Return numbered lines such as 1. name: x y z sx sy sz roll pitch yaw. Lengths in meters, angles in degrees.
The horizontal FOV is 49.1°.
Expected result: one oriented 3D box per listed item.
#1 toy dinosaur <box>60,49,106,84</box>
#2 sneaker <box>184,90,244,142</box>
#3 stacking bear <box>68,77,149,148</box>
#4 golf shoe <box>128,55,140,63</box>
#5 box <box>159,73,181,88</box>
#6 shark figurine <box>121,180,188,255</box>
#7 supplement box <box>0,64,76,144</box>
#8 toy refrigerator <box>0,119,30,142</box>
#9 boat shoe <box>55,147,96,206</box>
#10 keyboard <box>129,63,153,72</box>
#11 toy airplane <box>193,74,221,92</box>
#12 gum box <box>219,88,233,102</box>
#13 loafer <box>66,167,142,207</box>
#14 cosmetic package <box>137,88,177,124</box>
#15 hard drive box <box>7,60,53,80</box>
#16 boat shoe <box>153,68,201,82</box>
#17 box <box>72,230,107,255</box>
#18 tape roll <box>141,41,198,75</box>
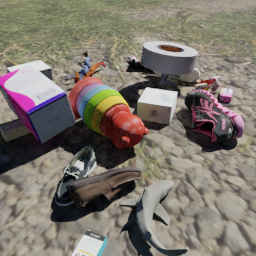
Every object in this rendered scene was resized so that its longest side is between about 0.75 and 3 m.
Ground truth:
1. toy dinosaur: -2.060 -2.869 13.809 2.409 1.265 2.186 3 52 -18
2. sneaker: 2.758 -0.429 10.189 1.372 1.137 2.877 -24 38 -14
3. stacking bear: -0.630 -0.389 9.549 1.807 1.692 2.976 -17 43 -38
4. golf shoe: 0.263 -3.883 15.835 0.427 0.337 0.928 -14 34 -39
5. box: 1.951 -2.287 13.042 0.859 0.688 0.190 16 -2 8
6. shark figurine: 0.545 1.945 6.562 1.464 1.023 2.450 -2 32 -1
7. supplement box: -3.174 -0.920 9.553 1.368 1.397 2.703 -33 50 -24
8. toy refrigerator: -3.824 0.000 9.967 1.259 0.440 0.478 -26 44 -30
9. boat shoe: -1.479 1.283 7.867 0.753 0.601 1.991 7 34 10
10. keyboard: 1.273 -3.249 15.029 2.443 0.484 1.272 0 11 2
11. toy airplane: 3.479 -1.815 12.285 1.262 0.891 1.256 -7 0 13
12. gum box: 4.286 -1.437 12.249 0.476 0.278 0.839 12 36 16
13. loafer: -0.567 1.566 7.509 2.164 0.768 0.790 -11 -6 -27
14. cosmetic package: 1.156 -0.898 10.975 1.310 0.808 1.314 10 33 14
15. hard drive box: -4.795 -2.644 13.709 1.745 0.670 1.360 -23 40 -31
16. boat shoe: 2.393 -2.880 13.995 2.552 0.929 0.788 19 25 21
17. box: -0.922 2.780 5.891 0.501 0.299 1.217 13 36 18
18. tape roll: 1.829 -3.181 12.550 2.456 0.811 2.456 6 30 -4
